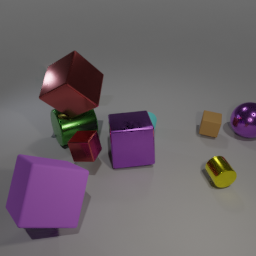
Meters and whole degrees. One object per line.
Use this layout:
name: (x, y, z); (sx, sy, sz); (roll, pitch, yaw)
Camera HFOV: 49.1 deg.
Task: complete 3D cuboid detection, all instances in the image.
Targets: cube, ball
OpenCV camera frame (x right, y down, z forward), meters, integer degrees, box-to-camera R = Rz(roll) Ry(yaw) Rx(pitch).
cube: (-1.287, 0.544, 8.454); (0.700, 0.700, 0.700); (-2, 29, 19)
cube: (-1.995, 1.519, 6.857); (1.400, 1.400, 1.400); (14, -4, -34)
cube: (-1.840, -1.396, 9.300); (1.400, 1.400, 1.400); (-18, 52, 35)
ball: (4.688, -0.302, 10.821); (1.400, 1.400, 1.400); (0, 31, 0)
cube: (3.201, -0.163, 10.873); (0.700, 0.700, 0.700); (13, 39, 11)
cube: (0.100, 0.358, 9.514); (1.400, 1.400, 1.400); (-6, 27, -3)

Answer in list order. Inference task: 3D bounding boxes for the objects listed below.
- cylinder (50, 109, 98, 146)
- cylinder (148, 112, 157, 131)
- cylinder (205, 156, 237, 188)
cylinder: (-2.033, -0.175, 10.580); (1.400, 1.400, 1.400); (-17, 35, -25)
cylinder: (0.778, -0.187, 11.281); (0.700, 0.700, 0.700); (6, 32, 9)
cylinder: (2.820, 1.325, 8.529); (0.700, 0.700, 0.700); (-6, 34, -10)
